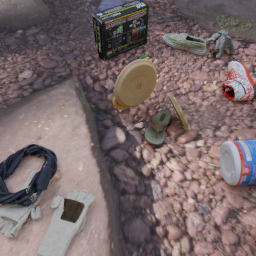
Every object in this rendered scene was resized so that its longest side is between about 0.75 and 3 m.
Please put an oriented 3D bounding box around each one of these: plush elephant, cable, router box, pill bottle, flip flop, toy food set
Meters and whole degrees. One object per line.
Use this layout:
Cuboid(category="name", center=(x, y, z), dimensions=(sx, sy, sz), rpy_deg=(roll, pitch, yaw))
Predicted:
Cuboid(category="plush elephant", center=(4.596, -4.315, 14.072), dimensions=(1.137, 1.380, 1.069), rpy_deg=(-28, 37, -13))
Cuboid(category="cable", center=(-3.486, 1.518, 9.351), dimensions=(2.097, 0.653, 2.570), rpy_deg=(-7, 39, 9))
Cuboid(category="router box", center=(-0.323, -4.835, 13.782), dimensions=(2.793, 2.093, 0.868), rpy_deg=(-28, 56, -23))
Cuboid(category="pill bottle", center=(4.501, 1.084, 9.178), dimensions=(2.601, 1.459, 1.459), rpy_deg=(-4, 50, -2))
Cuboid(category="flip flop", center=(1.201, -0.113, 10.782), dimensions=(0.791, 0.562, 1.951), rpy_deg=(19, 52, 15))
Cuboid(category="toy food set", center=(0.290, -1.654, 10.510), dimensions=(2.009, 2.030, 0.494), rpy_deg=(-26, 47, -23))

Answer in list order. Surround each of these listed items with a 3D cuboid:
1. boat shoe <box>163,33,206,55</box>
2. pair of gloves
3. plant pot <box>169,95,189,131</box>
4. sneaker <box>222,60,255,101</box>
Cuboid(category="boat shoe", center=(2.934, -4.493, 14.386), dimensions=(2.373, 0.736, 0.854), rpy_deg=(24, 54, 19))
Cuboid(category="pair of gloves", center=(-2.579, 2.533, 8.608), dimensions=(2.649, 0.464, 2.252), rpy_deg=(20, 53, 18))
Cuboid(category="plant pot", center=(1.952, -0.606, 10.615), dimensions=(0.206, 1.496, 1.496), rpy_deg=(-27, 51, 9))
Cuboid(category="sneaker", center=(4.637, -2.127, 12.343), dimensions=(1.262, 0.786, 2.354), rpy_deg=(-8, 53, -10))
